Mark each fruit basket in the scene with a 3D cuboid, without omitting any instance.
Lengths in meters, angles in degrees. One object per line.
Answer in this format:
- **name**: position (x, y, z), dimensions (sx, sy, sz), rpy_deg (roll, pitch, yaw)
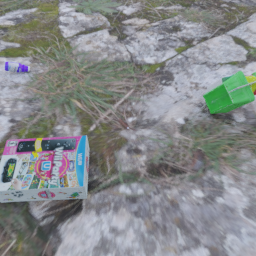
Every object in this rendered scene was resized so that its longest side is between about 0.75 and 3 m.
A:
- **fruit basket**: position (3.307, -1.206, 8.190), dimensions (2.058, 1.906, 0.964), rpy_deg (-29, 87, -20)

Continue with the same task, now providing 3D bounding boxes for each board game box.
- **board game box**: position (-2.034, 0.987, 6.937), dimensions (2.065, 0.664, 1.523), rpy_deg (-3, 50, -2)

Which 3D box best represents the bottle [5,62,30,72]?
- **bottle**: position (-3.932, -2.146, 9.957), dimensions (0.821, 0.343, 0.268), rpy_deg (3, 53, -28)
